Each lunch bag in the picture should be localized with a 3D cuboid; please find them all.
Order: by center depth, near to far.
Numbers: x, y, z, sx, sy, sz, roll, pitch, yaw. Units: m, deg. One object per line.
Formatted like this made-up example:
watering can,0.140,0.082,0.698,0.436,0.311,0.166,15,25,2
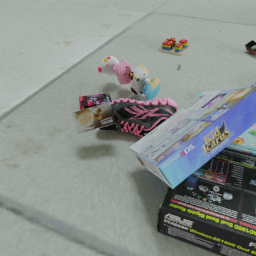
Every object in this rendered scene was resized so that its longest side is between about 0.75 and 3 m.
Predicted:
lunch bag,3.215,0.304,7.291,2.523,0.972,2.023,17,41,19

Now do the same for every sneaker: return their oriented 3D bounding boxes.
sneaker,0.325,-0.172,8.072,2.538,1.003,1.210,-7,50,-7

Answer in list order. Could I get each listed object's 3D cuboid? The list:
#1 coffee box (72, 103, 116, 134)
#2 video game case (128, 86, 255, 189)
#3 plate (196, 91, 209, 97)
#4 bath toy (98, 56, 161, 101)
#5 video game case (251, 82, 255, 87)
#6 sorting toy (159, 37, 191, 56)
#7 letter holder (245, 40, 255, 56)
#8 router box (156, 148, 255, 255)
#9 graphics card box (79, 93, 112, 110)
coffee box,-0.895,-0.254,7.419,1.022,0.585,0.408,-15,-1,-5
video game case,1.373,0.072,6.028,2.490,0.566,2.257,-36,10,-8
plate,2.789,-1.022,9.713,0.835,0.107,0.835,0,37,0
bath toy,-0.076,-1.833,9.653,2.469,1.074,0.913,33,38,28
video game case,5.851,-1.503,10.242,1.964,0.216,1.790,-26,45,-28
sorting toy,2.212,-3.885,13.130,1.172,0.408,1.165,19,41,23
letter holder,5.794,-3.535,12.751,0.411,0.581,0.817,-34,39,9
router box,2.300,1.523,5.788,2.907,0.903,2.178,14,40,19
graphics card box,-1.079,-0.847,9.354,1.067,0.271,0.669,-7,38,-10
